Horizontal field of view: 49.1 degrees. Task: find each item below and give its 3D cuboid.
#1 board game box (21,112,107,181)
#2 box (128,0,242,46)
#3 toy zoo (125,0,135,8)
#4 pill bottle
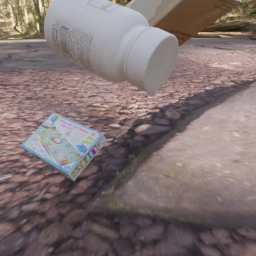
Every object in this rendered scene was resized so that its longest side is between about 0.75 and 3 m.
[{"bbox_3d":[-0.922,0.221,3.962,1.063,0.182,0.715,22,61,34],"label":"board game box"},{"bbox_3d":[0.840,-2.238,5.378,1.090,0.892,2.295,0,-13,-30],"label":"box"},{"bbox_3d":[-0.483,-3.032,8.910,0.264,2.581,1.694,41,45,-11],"label":"toy zoo"},{"bbox_3d":[-0.233,-1.165,3.813,1.704,0.974,0.974,31,34,26],"label":"pill bottle"}]
